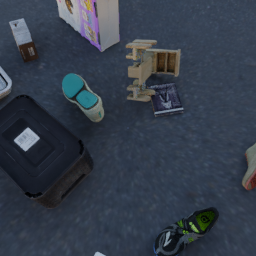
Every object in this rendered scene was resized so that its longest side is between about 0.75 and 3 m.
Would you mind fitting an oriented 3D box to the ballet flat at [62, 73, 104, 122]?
[{"bbox_3d":[-1.432,-0.963,9.024,0.849,0.849,2.444,-25,42,-15],"label":"ballet flat"}]

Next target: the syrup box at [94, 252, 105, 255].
[{"bbox_3d":[0.082,3.701,6.070,2.264,0.922,0.891,22,58,14],"label":"syrup box"}]

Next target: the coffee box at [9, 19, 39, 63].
[{"bbox_3d":[-3.940,-3.317,10.610,0.583,0.836,1.463,-21,61,-14],"label":"coffee box"}]

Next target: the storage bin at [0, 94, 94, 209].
[{"bbox_3d":[-2.514,0.610,7.700,2.757,1.293,1.864,38,72,20],"label":"storage bin"}]

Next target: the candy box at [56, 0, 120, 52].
[{"bbox_3d":[-1.618,-4.751,10.560,1.039,2.436,2.904,-36,65,-21],"label":"candy box"}]

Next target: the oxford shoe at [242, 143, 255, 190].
[{"bbox_3d":[3.678,0.990,8.100,0.691,0.650,1.847,20,56,41],"label":"oxford shoe"}]

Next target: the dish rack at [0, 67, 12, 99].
[{"bbox_3d":[-5.359,-1.297,9.492,2.505,0.545,2.150,-35,63,-20],"label":"dish rack"}]

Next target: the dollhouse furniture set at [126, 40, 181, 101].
[{"bbox_3d":[0.864,-1.974,9.158,1.312,1.731,1.974,9,30,18],"label":"dollhouse furniture set"}]

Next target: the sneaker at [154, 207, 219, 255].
[{"bbox_3d":[1.445,2.503,6.908,1.937,0.803,0.687,-27,60,-16],"label":"sneaker"}]

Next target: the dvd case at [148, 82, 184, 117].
[{"bbox_3d":[1.268,-0.996,9.539,0.963,0.103,1.296,-9,57,-3],"label":"dvd case"}]
